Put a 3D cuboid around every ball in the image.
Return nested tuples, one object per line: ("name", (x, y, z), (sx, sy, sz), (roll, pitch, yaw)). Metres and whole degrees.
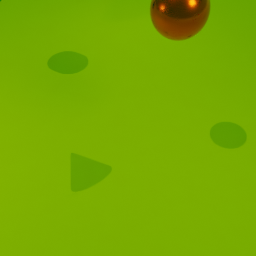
("ball", (0.706, -1.618, 3.830), (0.815, 0.815, 0.815), (0, 53, 0))
